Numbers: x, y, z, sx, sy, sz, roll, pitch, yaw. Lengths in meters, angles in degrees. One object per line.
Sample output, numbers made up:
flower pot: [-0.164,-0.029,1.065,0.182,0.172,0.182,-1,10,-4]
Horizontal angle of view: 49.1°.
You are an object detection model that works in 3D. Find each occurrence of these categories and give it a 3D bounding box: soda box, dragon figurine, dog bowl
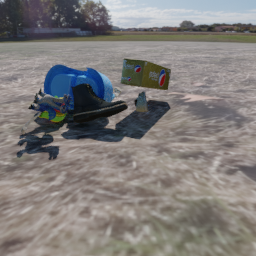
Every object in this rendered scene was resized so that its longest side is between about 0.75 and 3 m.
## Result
soda box: [0.718,-1.886,10.157,0.818,0.866,2.557,12,10,27]
dragon figurine: [-2.222,-0.584,7.864,0.935,0.554,1.881,30,-28,-22]
dog bowl: [-1.702,-1.298,9.601,2.799,1.560,0.694,13,10,31]

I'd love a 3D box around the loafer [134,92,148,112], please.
loafer: [0.412,-0.873,9.208,0.413,0.458,1.209,-8,23,2]

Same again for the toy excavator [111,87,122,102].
toy excavator: [-0.643,-1.148,9.894,1.011,0.505,0.983,16,42,-30]

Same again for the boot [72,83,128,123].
boot: [-0.913,-0.893,8.261,1.685,1.165,0.653,-12,-11,11]

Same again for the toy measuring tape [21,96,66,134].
toy measuring tape: [-2.345,-0.318,8.356,0.701,0.701,1.906,8,39,20]
